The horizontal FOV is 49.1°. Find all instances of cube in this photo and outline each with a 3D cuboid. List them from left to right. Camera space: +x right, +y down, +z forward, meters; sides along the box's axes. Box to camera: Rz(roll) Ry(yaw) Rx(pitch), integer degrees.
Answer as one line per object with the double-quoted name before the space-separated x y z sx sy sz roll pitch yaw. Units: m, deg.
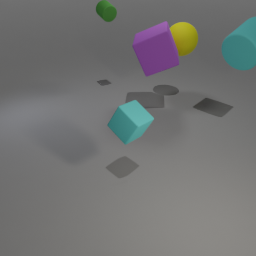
"cube" 0.061 -0.149 6.894 0.700 0.700 0.700 46 40 15
"cube" 1.126 -3.134 11.111 1.400 1.400 1.400 -17 31 18

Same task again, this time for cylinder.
"cylinder" -0.940 -5.059 12.115 0.700 0.700 0.700 -16 48 -26
"cylinder" 4.307 -2.993 9.937 1.400 1.400 1.400 -40 45 -24

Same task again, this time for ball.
"ball" 2.322 -3.840 12.139 1.400 1.400 1.400 0 29 0
